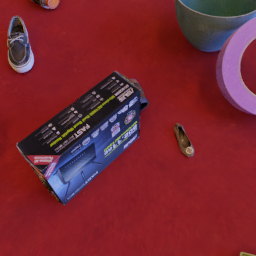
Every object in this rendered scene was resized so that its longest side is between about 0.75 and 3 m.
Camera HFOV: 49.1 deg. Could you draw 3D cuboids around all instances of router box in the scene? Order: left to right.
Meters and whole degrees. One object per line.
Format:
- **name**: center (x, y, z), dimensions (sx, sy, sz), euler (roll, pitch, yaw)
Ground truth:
- **router box**: center (-0.986, 0.315, 7.040), dimensions (0.925, 2.232, 2.979), euler (40, 67, 22)

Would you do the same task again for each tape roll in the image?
- **tape roll**: center (4.109, -1.771, 8.147), dimensions (2.866, 0.940, 2.866), euler (1, 97, 7)

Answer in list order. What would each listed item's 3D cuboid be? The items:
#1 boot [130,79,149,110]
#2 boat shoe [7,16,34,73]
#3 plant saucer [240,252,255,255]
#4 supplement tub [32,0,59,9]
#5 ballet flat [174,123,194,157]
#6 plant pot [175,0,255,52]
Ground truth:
- **boot**: center (-0.360, -0.769, 8.558), dimensions (2.058, 0.769, 0.997), euler (-26, 60, -17)
- **boat shoe**: center (-3.911, -2.993, 9.845), dimensions (0.849, 0.836, 2.356), euler (-15, 60, -9)
- **plant saucer**: center (3.035, 3.534, 6.241), dimensions (1.179, 0.282, 1.177), euler (11, 60, 7)
- **supplement tub**: center (-3.456, -5.372, 11.309), dimensions (1.301, 0.797, 0.797), euler (33, 65, 18)
- **ballet flat**: center (1.628, 0.324, 8.187), dimensions (0.378, 0.260, 1.121), euler (-12, 60, -7)
- **plant pot**: center (2.926, -3.795, 9.665), dimensions (2.805, 1.889, 2.805), euler (-1, 54, 1)
